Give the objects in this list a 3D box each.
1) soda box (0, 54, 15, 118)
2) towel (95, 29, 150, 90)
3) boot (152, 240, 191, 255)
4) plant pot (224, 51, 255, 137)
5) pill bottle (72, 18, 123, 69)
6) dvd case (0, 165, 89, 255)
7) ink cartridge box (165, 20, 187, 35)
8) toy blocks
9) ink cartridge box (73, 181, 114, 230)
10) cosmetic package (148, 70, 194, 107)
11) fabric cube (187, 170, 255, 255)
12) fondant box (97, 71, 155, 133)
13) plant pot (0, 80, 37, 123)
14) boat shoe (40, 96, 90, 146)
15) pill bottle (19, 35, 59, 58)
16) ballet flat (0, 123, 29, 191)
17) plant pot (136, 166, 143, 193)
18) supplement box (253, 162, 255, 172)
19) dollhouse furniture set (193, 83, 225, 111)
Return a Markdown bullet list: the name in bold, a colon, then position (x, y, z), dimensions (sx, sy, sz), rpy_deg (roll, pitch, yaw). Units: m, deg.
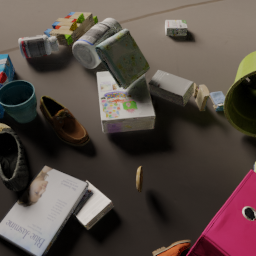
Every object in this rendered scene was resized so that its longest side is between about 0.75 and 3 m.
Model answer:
- **soda box**: position (-5.532, -1.773, 11.567), dimensions (0.992, 0.939, 2.926), rpy_deg (-3, 53, -3)
- **towel**: position (-0.148, -2.652, 10.849), dimensions (1.658, 0.466, 1.937), rpy_deg (-41, 106, -32)
- **boot**: position (1.320, 3.542, 7.821), dimensions (1.131, 0.424, 0.606), rpy_deg (-21, 59, -7)
- **plant pot**: position (5.160, -1.580, 10.580), dimensions (2.907, 2.907, 2.761), rpy_deg (13, 40, 10)
- **pill bottle**: position (-1.324, -3.989, 12.994), dimensions (1.389, 1.389, 2.442), rpy_deg (25, 56, 18)
- **dvd case**: position (-2.622, 2.449, 8.619), dimensions (1.843, 0.227, 2.584), rpy_deg (18, 54, 21)
- **ink cartridge box**: position (2.481, -5.203, 14.527), dimensions (1.071, 0.450, 0.776), rpy_deg (0, 52, 0)
- **toy blocks**: position (-2.946, -5.002, 14.031), dimensions (1.798, 1.315, 2.631), rpy_deg (14, 54, 25)
- **ink cartridge box**: position (-1.273, 2.396, 8.824), dimensions (1.072, 0.334, 1.332), rpy_deg (-38, 43, -25)
- **cosmetic package**: position (1.770, -1.632, 11.427), dimensions (1.658, 0.748, 0.886), rpy_deg (23, 64, 30)
- **fabric cube**: position (3.174, 3.002, 6.957), dimensions (2.382, 2.390, 2.344), rpy_deg (38, 60, 25)
- **fondant box**: position (-0.149, -1.143, 11.112), dimensions (1.975, 0.797, 2.738), rpy_deg (-5, 50, -5)
- **plant pot**: position (-4.089, -0.896, 10.684), dimensions (1.343, 1.262, 1.343), rpy_deg (0, 52, 0)
- **boat shoe**: position (-2.477, -0.283, 10.448), dimensions (2.570, 0.874, 0.924), rpy_deg (34, 60, 24)
- **pill bottle**: position (-4.169, -3.860, 13.184), dimensions (1.680, 0.930, 0.930), rpy_deg (-10, 53, -7)
- **ballet flat**: position (-4.076, 0.833, 9.604), dimensions (0.984, 0.841, 2.961), rpy_deg (-24, 56, -18)
- **plant pot**: position (0.365, 1.618, 8.846), dimensions (0.115, 0.835, 0.835), rpy_deg (0, 52, 11)
- **supplement box**: position (4.653, 1.501, 8.670), dimensions (1.005, 1.495, 1.496), rpy_deg (12, 53, 9)
- **dollhouse furniture set**: position (3.480, -1.437, 11.338), dimensions (1.364, 0.890, 1.287), rpy_deg (-8, 53, -7)
